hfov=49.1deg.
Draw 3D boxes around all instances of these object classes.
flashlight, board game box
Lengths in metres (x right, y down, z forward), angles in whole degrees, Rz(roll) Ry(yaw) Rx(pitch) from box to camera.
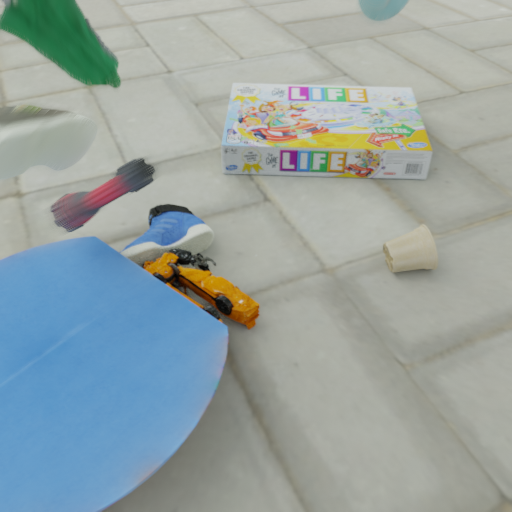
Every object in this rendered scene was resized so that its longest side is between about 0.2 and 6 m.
[{"bbox_3d":[-2.484,-0.984,8.967,1.777,0.604,0.602,-24,49,27],"label":"flashlight"},{"bbox_3d":[-2.974,1.788,8.215,5.212,1.015,4.118,29,54,35],"label":"board game box"},{"bbox_3d":[1.614,-3.123,13.688,4.669,0.799,3.139,2,42,2],"label":"board game box"}]

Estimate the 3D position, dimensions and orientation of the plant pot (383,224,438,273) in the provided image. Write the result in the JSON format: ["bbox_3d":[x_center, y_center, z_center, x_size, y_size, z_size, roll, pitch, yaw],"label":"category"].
[{"bbox_3d":[2.818,-0.063,10.393,0.798,0.872,0.872,-15,43,1],"label":"plant pot"}]

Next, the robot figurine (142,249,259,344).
[{"bbox_3d":[-1.140,0.725,9.566,2.235,0.651,1.621,30,50,28],"label":"robot figurine"}]

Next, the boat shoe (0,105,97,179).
[{"bbox_3d":[-3.021,-1.627,7.582,0.732,0.876,2.450,30,21,5],"label":"boat shoe"}]

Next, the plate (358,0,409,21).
[{"bbox_3d":[2.413,-5.142,10.503,0.175,1.373,1.373,-2,35,-41],"label":"plate"}]

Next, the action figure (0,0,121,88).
[{"bbox_3d":[-3.685,-4.250,11.200,1.680,2.844,0.778,-23,61,17],"label":"action figure"}]

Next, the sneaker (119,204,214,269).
[{"bbox_3d":[-1.923,-0.363,10.643,2.023,0.777,1.125,-25,53,-30],"label":"sneaker"}]
